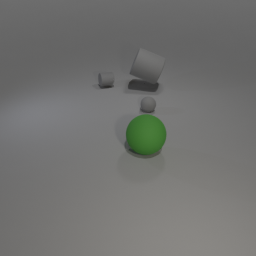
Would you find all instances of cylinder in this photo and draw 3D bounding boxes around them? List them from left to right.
[{"bbox_3d":[-1.155,-2.598,14.862,0.700,0.700,0.700,-8,32,-21],"label":"cylinder"},{"bbox_3d":[0.970,-3.109,14.109,1.400,1.400,1.400,21,31,-6],"label":"cylinder"}]

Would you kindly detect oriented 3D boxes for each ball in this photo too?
[{"bbox_3d":[0.625,0.226,9.677,1.400,1.400,1.400,0,31,0],"label":"ball"},{"bbox_3d":[0.911,-1.067,12.555,0.700,0.700,0.700,0,31,0],"label":"ball"}]
